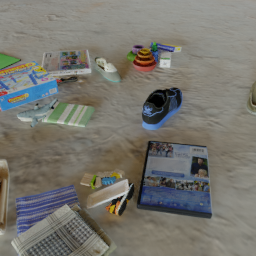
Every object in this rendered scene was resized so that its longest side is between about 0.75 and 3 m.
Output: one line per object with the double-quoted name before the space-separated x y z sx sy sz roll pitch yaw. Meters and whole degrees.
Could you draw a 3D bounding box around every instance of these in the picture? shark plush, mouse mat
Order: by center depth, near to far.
"shark plush" -3.211 -0.611 10.151 1.486 0.619 0.675 -23 42 2
"mouse mat" -7.030 -3.536 14.844 2.177 0.082 1.752 21 41 24

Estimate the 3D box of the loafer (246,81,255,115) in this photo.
"loafer" 5.265 -1.310 11.174 0.915 0.847 2.432 9 38 12

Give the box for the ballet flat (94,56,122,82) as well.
"ballet flat" -1.046 -2.884 13.450 0.713 0.674 2.117 -23 42 -27

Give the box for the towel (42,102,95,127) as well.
"towel" -2.255 -0.519 10.678 1.714 0.201 1.308 8 37 9

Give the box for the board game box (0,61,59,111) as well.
"board game box" -4.515 -1.845 11.710 2.382 0.666 2.332 -25 43 -28

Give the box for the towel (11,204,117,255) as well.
"towel" -1.387 2.514 6.143 1.743 0.301 1.679 -25 41 -35

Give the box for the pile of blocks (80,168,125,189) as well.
"pile of blocks" -0.681 1.489 7.836 1.234 0.384 0.507 -9 44 2

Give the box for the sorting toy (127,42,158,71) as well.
"sorting toy" 0.831 -3.878 14.474 1.527 1.043 2.541 -8 37 -11

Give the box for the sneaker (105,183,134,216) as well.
"sneaker" -0.204 1.803 7.376 0.486 0.378 1.080 9 36 22

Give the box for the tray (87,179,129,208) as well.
"tray" -0.504 1.738 7.301 1.176 0.130 0.631 -24 16 3

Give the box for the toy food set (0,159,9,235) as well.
"toy food set" -4.052 1.801 7.055 1.793 0.755 2.499 -10 38 -13

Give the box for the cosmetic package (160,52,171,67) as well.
"cosmetic package" 1.953 -3.546 14.557 0.534 0.421 0.992 3 38 7

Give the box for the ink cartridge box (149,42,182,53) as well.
"ink cartridge box" 2.049 -4.514 15.608 1.479 0.352 1.497 20 21 23

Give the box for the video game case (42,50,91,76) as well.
"video game case" -3.180 -3.402 14.464 2.381 0.310 2.616 -6 36 -8

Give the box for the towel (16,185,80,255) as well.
"towel" -1.874 2.331 6.769 1.587 0.261 2.192 -12 38 -16

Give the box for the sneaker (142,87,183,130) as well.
"sneaker" 1.394 -1.055 10.625 0.983 1.092 2.804 17 40 23

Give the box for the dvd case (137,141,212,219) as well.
"dvd case" 1.376 1.342 8.125 1.906 0.234 2.672 5 37 9

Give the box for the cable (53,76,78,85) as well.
"cable" -2.931 -2.212 12.839 1.269 0.319 0.616 -9 37 -12
